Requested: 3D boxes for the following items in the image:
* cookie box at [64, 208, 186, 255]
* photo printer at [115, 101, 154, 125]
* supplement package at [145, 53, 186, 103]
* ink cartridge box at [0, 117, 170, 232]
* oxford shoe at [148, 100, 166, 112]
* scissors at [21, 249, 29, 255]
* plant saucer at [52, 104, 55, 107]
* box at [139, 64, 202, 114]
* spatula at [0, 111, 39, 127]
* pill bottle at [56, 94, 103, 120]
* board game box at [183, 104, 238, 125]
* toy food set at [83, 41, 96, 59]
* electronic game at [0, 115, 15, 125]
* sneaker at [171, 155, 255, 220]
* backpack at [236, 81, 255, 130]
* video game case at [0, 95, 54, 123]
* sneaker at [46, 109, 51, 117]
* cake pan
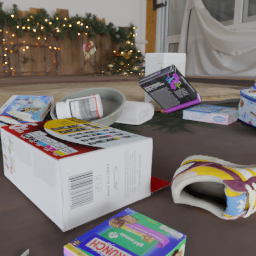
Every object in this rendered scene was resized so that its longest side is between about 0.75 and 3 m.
[{"bbox_3d":[-0.019,1.494,3.309,0.965,0.424,1.128,13,20,39],"label":"cookie box"},{"bbox_3d":[-0.195,-0.701,11.652,2.125,0.738,1.768,7,16,26],"label":"photo printer"},{"bbox_3d":[2.074,-2.800,15.880,1.647,2.808,1.642,-10,17,-34],"label":"supplement package"},{"bbox_3d":[-0.886,0.559,5.624,2.407,1.150,2.742,-10,17,-39],"label":"ink cartridge box"},{"bbox_3d":[1.184,-1.134,13.471,1.936,0.724,0.682,-2,14,-10],"label":"oxford shoe"},{"bbox_3d":[-1.487,1.742,2.997,0.496,0.095,1.357,-2,15,-2],"label":"scissors"},{"bbox_3d":[-2.460,-0.993,13.908,2.917,0.277,1.020,8,16,34],"label":"plant saucer"},{"bbox_3d":[1.639,-1.406,10.699,1.522,0.384,2.129,-17,-40,36],"label":"box"},{"bbox_3d":[-3.421,-0.097,9.432,2.523,0.203,1.755,16,17,17],"label":"spatula"},{"bbox_3d":[-1.715,-0.668,10.035,1.527,0.870,0.870,-9,14,1],"label":"pill bottle"},{"bbox_3d":[3.680,-0.614,11.965,1.948,0.423,1.939,11,18,38],"label":"board game box"},{"bbox_3d":[-1.336,-2.613,9.298,0.127,0.511,0.804,-17,-5,-32],"label":"toy food set"},{"bbox_3d":[-5.326,-0.154,9.897,2.470,0.514,2.470,0,14,0],"label":"electronic game"},{"bbox_3d":[1.971,1.027,4.410,2.560,0.959,1.154,-2,16,23],"label":"sneaker"},{"bbox_3d":[5.251,-0.821,9.705,2.648,2.142,2.780,-18,23,-24],"label":"backpack"},{"bbox_3d":[-4.289,-0.838,11.822,1.870,0.425,1.695,1,34,5],"label":"video game case"},{"bbox_3d":[-3.711,-0.814,12.750,0.528,0.444,1.347,-13,19,-42],"label":"sneaker"},{"bbox_3d":[-1.431,-0.689,10.419,2.792,0.512,2.792,-7,32,5],"label":"cake pan"}]
